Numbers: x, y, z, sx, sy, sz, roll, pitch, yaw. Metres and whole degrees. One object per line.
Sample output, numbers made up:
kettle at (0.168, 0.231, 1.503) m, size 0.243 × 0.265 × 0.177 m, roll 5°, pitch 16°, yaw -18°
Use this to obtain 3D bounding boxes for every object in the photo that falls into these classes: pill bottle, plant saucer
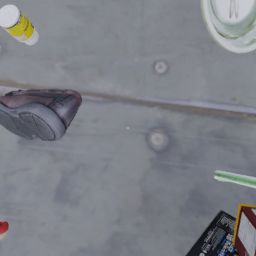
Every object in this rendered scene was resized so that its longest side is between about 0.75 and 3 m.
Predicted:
pill bottle at (-2.280, -2.131, 5.918) m, size 0.492 × 0.883 × 0.492 m, roll -3°, pitch 77°, yaw 12°
plant saucer at (2.451, -2.962, 6.166) m, size 2.523 × 0.633 × 2.523 m, roll -9°, pitch 111°, yaw -25°

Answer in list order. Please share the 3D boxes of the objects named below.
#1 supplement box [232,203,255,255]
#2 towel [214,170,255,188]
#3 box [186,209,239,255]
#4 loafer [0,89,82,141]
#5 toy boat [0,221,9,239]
supplement box at (2.680, 2.031, 4.857) m, size 1.258 × 1.275 × 0.847 m, roll 7°, pitch 98°, yaw 5°
towel at (2.842, 1.152, 5.617) m, size 1.799 × 1.372 × 0.210 m, roll 14°, pitch 83°, yaw -24°
box at (2.522, 2.902, 5.312) m, size 2.605 × 2.624 × 0.652 m, roll 28°, pitch 111°, yaw 27°
loafer at (-1.988, -0.353, 5.902) m, size 0.924 × 2.932 × 1.054 m, roll -50°, pitch 125°, yaw -28°
toy boat at (-2.999, 2.071, 5.930) m, size 0.898 × 0.586 × 0.587 m, roll 9°, pitch 78°, yaw -40°
